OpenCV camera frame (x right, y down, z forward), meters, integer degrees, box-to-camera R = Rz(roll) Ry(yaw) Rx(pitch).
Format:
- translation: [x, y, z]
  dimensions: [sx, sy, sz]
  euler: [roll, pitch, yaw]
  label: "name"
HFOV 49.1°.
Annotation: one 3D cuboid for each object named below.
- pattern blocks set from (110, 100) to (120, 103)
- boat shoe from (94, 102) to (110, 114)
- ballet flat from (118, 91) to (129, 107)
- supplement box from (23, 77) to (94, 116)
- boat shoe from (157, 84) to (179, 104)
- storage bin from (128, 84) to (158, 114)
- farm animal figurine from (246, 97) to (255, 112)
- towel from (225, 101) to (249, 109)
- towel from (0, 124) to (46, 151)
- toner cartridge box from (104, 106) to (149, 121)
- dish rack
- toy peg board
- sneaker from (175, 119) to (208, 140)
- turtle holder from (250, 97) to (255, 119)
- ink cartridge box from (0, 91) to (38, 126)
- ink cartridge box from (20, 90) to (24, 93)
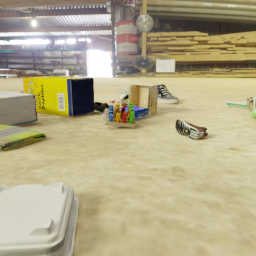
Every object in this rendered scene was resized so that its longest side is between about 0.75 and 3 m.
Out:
- translation: [-0.322, -1.365, 14.633]
  dimensions: [1.071, 0.087, 0.941]
  euler: [5, 14, 22]
  label: "pattern blocks set"
- translation: [-0.998, -0.829, 11.570]
  dimensions: [0.486, 0.416, 1.329]
  euler: [-9, 17, -38]
  label: "boat shoe"
- translation: [0.160, -1.236, 12.815]
  dimensions: [2.236, 0.773, 0.796]
  euler: [14, 33, 42]
  label: "ballet flat"
- translation: [-2.862, -1.378, 11.589]
  dimensions: [2.625, 1.437, 1.429]
  euler: [7, 14, 29]
  label: "supplement box"
- translation: [1.924, -1.819, 14.728]
  dimensions: [0.747, 0.928, 2.001]
  euler: [-8, 15, -33]
  label: "boat shoe"
- translation: [0.608, -1.201, 11.477]
  dimensions: [0.561, 1.188, 1.197]
  euler: [-5, 13, -38]
  label: "storage bin"
- translation: [5.420, -0.956, 11.761]
  dimensions: [1.169, 0.609, 1.156]
  euler: [-14, 13, -15]
  label: "farm animal figurine"
- translation: [5.982, -1.173, 13.393]
  dimensions: [2.275, 0.266, 1.735]
  euler: [-10, 15, -36]
  label: "towel"
- translation: [-3.415, 0.204, 7.370]
  dimensions: [2.097, 0.239, 1.506]
  euler: [7, 14, 26]
  label: "towel"
- translation: [-0.028, -0.504, 10.208]
  dimensions: [0.772, 0.351, 1.626]
  euler: [13, 18, 40]
  label: "toner cartridge box"
- translation: [-1.317, 1.054, 3.361]
  dimensions: [1.381, 0.350, 1.609]
  euler: [-2, 12, -5]
  label: "dish rack"
- translation: [-0.229, -0.488, 8.893]
  dimensions: [0.964, 0.474, 0.968]
  euler: [6, 29, -8]
  label: "toy peg board"
- translation: [1.814, 0.052, 7.836]
  dimensions: [0.618, 0.405, 1.070]
  euler: [0, 22, -25]
  label: "sneaker"
- translation: [4.853, -0.821, 9.189]
  dimensions: [1.332, 1.426, 1.876]
  euler: [-1, 14, -4]
  label: "turtle holder"
- translation: [-4.640, -0.703, 9.596]
  dimensions: [2.615, 0.998, 1.784]
  euler: [12, 17, 36]
  label: "ink cartridge box"
- translation: [-4.036, -1.516, 13.718]
  dimensions: [2.067, 0.776, 1.703]
  euler: [-2, 12, -8]
  label: "ink cartridge box"
